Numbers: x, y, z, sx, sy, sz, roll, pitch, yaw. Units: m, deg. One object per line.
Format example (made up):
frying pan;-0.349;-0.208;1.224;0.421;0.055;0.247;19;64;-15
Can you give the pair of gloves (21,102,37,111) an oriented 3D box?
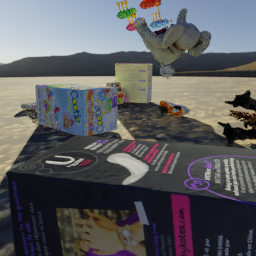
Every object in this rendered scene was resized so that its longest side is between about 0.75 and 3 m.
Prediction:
pair of gloves;-2.733;-1.119;12.096;2.516;0.519;2.959;8;16;32

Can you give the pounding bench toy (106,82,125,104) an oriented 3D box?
pounding bench toy;-0.635;-1.450;13.334;0.702;1.131;0.882;-6;46;-20

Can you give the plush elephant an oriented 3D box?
plush elephant;1.684;-3.251;9.972;2.054;2.494;1.931;5;-27;-41

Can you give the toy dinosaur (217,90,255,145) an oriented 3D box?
toy dinosaur;3.189;-0.054;6.802;1.653;1.244;2.435;11;-10;-17

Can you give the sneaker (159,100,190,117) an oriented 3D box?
sneaker;1.731;-0.705;10.510;0.617;0.508;1.342;0;18;-37

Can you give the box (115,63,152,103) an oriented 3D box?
box;0.293;-2.261;13.965;1.677;1.907;0.922;4;13;19

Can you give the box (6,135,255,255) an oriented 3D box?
box;0.193;0.753;2.433;1.998;1.059;1.221;4;13;17

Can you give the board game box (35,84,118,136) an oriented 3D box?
board game box;-1.540;-0.615;8.158;2.368;1.242;1.220;13;18;43

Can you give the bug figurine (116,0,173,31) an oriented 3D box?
bug figurine;0.643;-4.328;10.853;1.915;0.635;2.469;-6;-7;18
